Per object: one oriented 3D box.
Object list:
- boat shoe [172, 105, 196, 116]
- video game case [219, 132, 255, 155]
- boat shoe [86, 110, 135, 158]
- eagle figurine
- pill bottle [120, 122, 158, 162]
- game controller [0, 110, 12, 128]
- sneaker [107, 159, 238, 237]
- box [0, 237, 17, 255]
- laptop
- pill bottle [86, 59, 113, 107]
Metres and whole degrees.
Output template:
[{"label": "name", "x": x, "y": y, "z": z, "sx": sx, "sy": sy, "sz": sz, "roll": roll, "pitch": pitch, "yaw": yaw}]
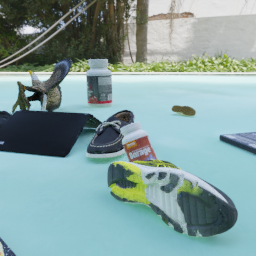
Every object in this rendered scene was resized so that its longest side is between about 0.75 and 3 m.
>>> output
[{"label": "boat shoe", "x": 2.383, "y": -0.714, "z": 11.724, "sx": 1.108, "sy": 0.409, "sz": 0.383, "roll": 19, "pitch": -1, "yaw": 37}, {"label": "video game case", "x": 3.808, "y": 0.354, "z": 7.607, "sx": 2.076, "sy": 0.197, "sz": 1.483, "roll": -3, "pitch": 13, "yaw": -18}, {"label": "boat shoe", "x": -0.351, "y": 0.094, "z": 7.309, "sx": 1.000, "sy": 0.817, "sz": 2.707, "roll": 4, "pitch": 14, "yaw": 18}, {"label": "eagle figurine", "x": -3.575, "y": -1.785, "z": 12.373, "sx": 2.175, "sy": 2.164, "sz": 2.867, "roll": -2, "pitch": 16, "yaw": 43}, {"label": "pill bottle", "x": 0.202, "y": 0.387, "z": 5.425, "sx": 0.533, "sy": 0.950, "sz": 0.533, "roll": -21, "pitch": -6, "yaw": -2}, {"label": "game controller", "x": -5.419, "y": -0.184, "z": 9.427, "sx": 2.891, "sy": 0.609, "sz": 1.508, "roll": 0, "pitch": 28, "yaw": 4}, {"label": "sneaker", "x": 0.641, "y": 0.827, "z": 4.172, "sx": 0.928, "sy": 0.817, "sz": 2.193, "roll": -12, "pitch": 17, "yaw": -42}, {"label": "box", "x": -1.779, "y": 1.415, "z": 2.892, "sx": 0.923, "sy": 0.255, "sz": 1.352, "roll": -13, "pitch": 18, "yaw": -43}, {"label": "laptop", "x": -2.137, "y": 0.242, "z": 8.197, "sx": 2.391, "sy": 1.394, "sz": 2.698, "roll": 4, "pitch": -12, "yaw": 15}, {"label": "pill bottle", "x": -1.442, "y": -2.254, "z": 14.068, "sx": 1.286, "sy": 2.323, "sz": 1.286, "roll": -1, "pitch": 13, "yaw": 0}]
